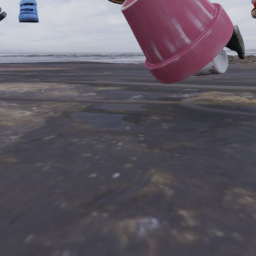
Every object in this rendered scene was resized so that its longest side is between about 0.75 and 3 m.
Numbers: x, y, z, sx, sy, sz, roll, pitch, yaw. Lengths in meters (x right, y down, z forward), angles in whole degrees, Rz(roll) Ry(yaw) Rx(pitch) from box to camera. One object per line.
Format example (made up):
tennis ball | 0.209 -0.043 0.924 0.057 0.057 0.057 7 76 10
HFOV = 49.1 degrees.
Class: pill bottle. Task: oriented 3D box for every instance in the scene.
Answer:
pill bottle | 2.429 -2.090 9.069 0.781 0.781 1.378 -14 12 -41

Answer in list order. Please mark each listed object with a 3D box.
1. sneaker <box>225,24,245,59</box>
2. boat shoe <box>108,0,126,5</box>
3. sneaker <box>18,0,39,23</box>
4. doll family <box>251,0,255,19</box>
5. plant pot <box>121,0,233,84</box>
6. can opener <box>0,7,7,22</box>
sneaker | 3.064 -2.477 8.312 0.639 1.204 0.450 -11 48 32
boat shoe | 0.229 -3.310 6.916 1.641 0.621 0.589 -4 33 7
sneaker | -3.172 -3.732 8.887 0.625 0.695 1.691 -5 32 -19
doll family | 3.576 -2.412 6.056 1.906 0.859 1.183 44 1 4
plant pot | 0.927 -2.334 6.153 2.070 1.853 2.070 -35 27 21
can opener | -4.186 -3.226 8.438 1.386 0.370 0.463 -23 44 25
